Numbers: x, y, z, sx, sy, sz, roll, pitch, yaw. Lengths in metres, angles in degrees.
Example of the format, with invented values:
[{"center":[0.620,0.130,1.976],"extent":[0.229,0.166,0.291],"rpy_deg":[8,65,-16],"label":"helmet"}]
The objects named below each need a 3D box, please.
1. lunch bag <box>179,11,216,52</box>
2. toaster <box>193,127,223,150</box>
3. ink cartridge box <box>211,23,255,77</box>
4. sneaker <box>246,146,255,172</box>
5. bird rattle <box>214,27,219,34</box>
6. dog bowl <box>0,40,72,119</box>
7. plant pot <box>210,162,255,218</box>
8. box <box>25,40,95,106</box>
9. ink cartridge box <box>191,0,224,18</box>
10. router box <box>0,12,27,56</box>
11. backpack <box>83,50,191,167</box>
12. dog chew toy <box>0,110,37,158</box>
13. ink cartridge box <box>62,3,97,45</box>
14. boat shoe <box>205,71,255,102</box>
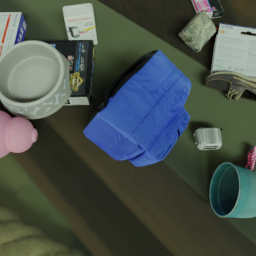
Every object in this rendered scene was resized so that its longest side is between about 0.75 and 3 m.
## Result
[{"center":[2.673,-3.615,10.634],"extent":[1.011,0.840,1.205],"rpy_deg":[42,82,-11],"label":"lunch bag"},{"center":[2.564,0.335,8.846],"extent":[0.952,0.541,0.615],"rpy_deg":[-1,66,-4],"label":"toaster"},{"center":[4.351,-2.717,10.395],"extent":[2.314,0.471,2.318],"rpy_deg":[12,67,8],"label":"ink cartridge box"},{"center":[3.912,1.161,8.489],"extent":[0.589,0.488,1.235],"rpy_deg":[26,66,0],"label":"sneaker"},{"center":[3.144,-4.190,11.236],"extent":[1.071,0.603,0.873],"rpy_deg":[15,49,5],"label":"bird rattle"},{"center":[-3.093,-1.636,9.041],"extent":[2.617,0.767,2.617],"rpy_deg":[-1,73,4],"label":"dog bowl"},{"center":[3.218,1.778,7.663],"extent":[1.376,1.465,1.465],"rpy_deg":[12,62,-11],"label":"plant pot"},{"center":[-2.553,-2.017,10.032],"extent":[2.590,0.648,2.609],"rpy_deg":[1,62,-1],"label":"box"},{"center":[3.270,-5.525,12.028],"extent":[0.982,0.385,2.074],"rpy_deg":[-8,60,-6],"label":"ink cartridge box"},{"center":[-5.372,-3.137,10.567],"extent":[2.516,0.685,2.803],"rpy_deg":[0,62,0],"label":"router box"},{"center":[0.473,-0.538,8.326],"extent":[2.511,2.432,2.993],"rpy_deg":[40,66,-11],"label":"backpack"},{"center":[-4.163,0.179,8.363],"extent":[2.769,1.724,1.724],"rpy_deg":[2,62,-9],"label":"dog chew toy"},{"center":[-1.766,-3.782,10.467],"extent":[1.085,1.470,0.629],"rpy_deg":[-11,63,-6],"label":"ink cartridge box"},{"center":[3.730,-1.373,9.595],"extent":[2.158,0.804,0.791],"rpy_deg":[8,63,6],"label":"boat shoe"}]
